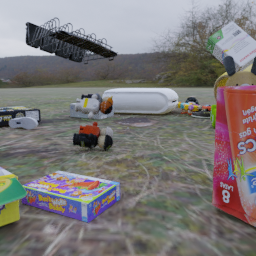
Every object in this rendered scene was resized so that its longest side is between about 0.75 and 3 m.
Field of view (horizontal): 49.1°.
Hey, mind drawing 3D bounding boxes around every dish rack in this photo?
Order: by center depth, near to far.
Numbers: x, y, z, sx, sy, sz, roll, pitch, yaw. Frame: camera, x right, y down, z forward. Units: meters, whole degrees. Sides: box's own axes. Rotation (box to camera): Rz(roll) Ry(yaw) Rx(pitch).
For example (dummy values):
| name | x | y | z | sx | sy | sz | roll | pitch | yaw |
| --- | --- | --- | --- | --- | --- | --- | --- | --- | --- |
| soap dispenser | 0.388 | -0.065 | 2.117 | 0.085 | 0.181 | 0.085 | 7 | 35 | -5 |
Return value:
| name | x | y | z | sx | sy | sz | roll | pitch | yaw |
| --- | --- | --- | --- | --- | --- | --- | --- | --- | --- |
| dish rack | -1.751 | -2.680 | 8.683 | 2.245 | 0.799 | 2.927 | 10 | 1 | -38 |

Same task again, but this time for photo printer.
| name | x | y | z | sx | sy | sz | roll | pitch | yaw |
| --- | --- | --- | --- | --- | --- | --- | --- | --- | --- |
| photo printer | 0.673 | -1.207 | 12.179 | 2.965 | 1.030 | 2.467 | 3 | 10 | 17 |

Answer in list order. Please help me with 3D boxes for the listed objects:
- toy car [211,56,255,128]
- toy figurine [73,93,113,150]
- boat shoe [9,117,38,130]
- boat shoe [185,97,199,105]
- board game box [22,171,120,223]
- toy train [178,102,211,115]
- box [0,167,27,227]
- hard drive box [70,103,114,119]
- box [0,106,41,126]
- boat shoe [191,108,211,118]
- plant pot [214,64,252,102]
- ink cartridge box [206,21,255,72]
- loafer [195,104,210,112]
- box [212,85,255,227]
| name | x | y | z | sx | sy | sz | roll | pitch | yaw |
| --- | --- | --- | --- | --- | --- | --- | --- | --- | --- |
| toy car | 3.412 | -1.093 | 8.297 | 1.716 | 2.089 | 1.648 | 2 | 13 | 12 |
| toy figurine | -0.670 | -0.156 | 5.963 | 0.805 | 1.139 | 1.157 | 6 | 10 | -1 |
| boat shoe | -3.008 | -0.154 | 8.254 | 1.033 | 0.366 | 0.361 | -3 | 11 | 26 |
| boat shoe | 3.064 | -1.200 | 13.425 | 0.676 | 0.600 | 1.809 | 2 | 10 | 12 |
| board game box | -0.666 | 0.768 | 3.307 | 0.965 | 0.216 | 0.649 | 5 | 11 | 27 |
| toy train | 2.781 | -0.757 | 11.484 | 1.263 | 0.467 | 1.681 | -1 | 11 | -25 |
| box | -2.078 | 0.682 | 2.946 | 1.296 | 0.534 | 2.209 | -9 | 10 | -42 |
| hard drive box | -1.377 | -0.683 | 10.715 | 1.333 | 0.512 | 1.039 | 6 | 11 | 29 |
| box | -4.086 | -0.382 | 9.075 | 2.017 | 0.495 | 1.626 | -8 | 10 | -37 |
| boat shoe | 2.943 | -0.545 | 10.362 | 1.221 | 0.367 | 0.435 | 7 | 12 | 35 |
| plant pot | 4.881 | -1.638 | 11.058 | 2.459 | 2.613 | 2.613 | -22 | 19 | -25 |
| ink cartridge box | 3.390 | -2.532 | 8.941 | 1.030 | 1.422 | 0.597 | -36 | -19 | -8 |
| loafer | 3.068 | -0.874 | 12.232 | 1.058 | 0.371 | 0.359 | 2 | 10 | 13 |
| box | 2.363 | 0.196 | 3.220 | 2.740 | 1.366 | 1.308 | -6 | 12 | -32 |
